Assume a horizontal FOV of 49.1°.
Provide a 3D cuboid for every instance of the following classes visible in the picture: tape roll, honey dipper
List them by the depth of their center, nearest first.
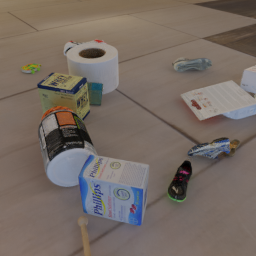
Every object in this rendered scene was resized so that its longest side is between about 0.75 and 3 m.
[{"bbox_3d":[-0.863,2.887,6.187,0.440,0.440,2.319,-8,36,-10],"label":"honey dipper"},{"bbox_3d":[-1.551,-2.680,12.642,2.268,1.557,2.268,0,37,0],"label":"tape roll"}]

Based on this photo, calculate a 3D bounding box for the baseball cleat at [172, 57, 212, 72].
[{"bbox_3d":[3.241,-3.358,14.286,1.956,0.682,1.041,-5,37,-8],"label":"baseball cleat"}]

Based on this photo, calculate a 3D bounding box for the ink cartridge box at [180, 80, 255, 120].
[{"bbox_3d":[3.632,-0.989,11.360,2.462,0.582,1.971,-16,39,-6],"label":"ink cartridge box"}]

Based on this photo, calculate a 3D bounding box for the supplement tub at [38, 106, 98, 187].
[{"bbox_3d":[-1.901,0.441,8.533,1.500,1.500,2.448,-12,38,-16],"label":"supplement tub"}]

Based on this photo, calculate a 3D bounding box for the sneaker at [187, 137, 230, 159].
[{"bbox_3d":[2.596,0.758,8.922,1.360,0.580,0.524,-17,5,13],"label":"sneaker"}]

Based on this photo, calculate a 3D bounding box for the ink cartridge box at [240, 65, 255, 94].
[{"bbox_3d":[6.004,-2.094,12.082,1.535,0.900,2.096,24,31,35],"label":"ink cartridge box"}]

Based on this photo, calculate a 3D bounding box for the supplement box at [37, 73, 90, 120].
[{"bbox_3d":[-2.372,-1.099,10.544,1.529,1.527,1.026,11,38,15],"label":"supplement box"}]

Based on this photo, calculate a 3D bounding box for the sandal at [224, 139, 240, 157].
[{"bbox_3d":[3.481,0.606,9.338,0.392,0.264,0.976,26,44,30],"label":"sandal"}]

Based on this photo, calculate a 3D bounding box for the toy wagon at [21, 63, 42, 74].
[{"bbox_3d":[-4.894,-3.096,14.322,0.838,0.214,1.080,21,42,25],"label":"toy wagon"}]

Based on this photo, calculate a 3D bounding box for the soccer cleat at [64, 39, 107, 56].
[{"bbox_3d":[-2.359,-4.360,15.571,2.540,0.872,1.082,4,47,10],"label":"soccer cleat"}]

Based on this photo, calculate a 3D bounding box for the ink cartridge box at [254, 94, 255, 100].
[{"bbox_3d":[5.839,-1.030,11.494,1.067,0.332,1.326,10,40,12],"label":"ink cartridge box"}]

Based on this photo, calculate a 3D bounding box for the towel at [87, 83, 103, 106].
[{"bbox_3d":[-1.718,-1.442,11.718,1.329,0.144,0.975,4,78,7],"label":"towel"}]

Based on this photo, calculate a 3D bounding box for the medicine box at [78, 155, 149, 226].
[{"bbox_3d":[-0.325,1.566,7.066,1.583,1.442,0.815,8,38,11],"label":"medicine box"}]

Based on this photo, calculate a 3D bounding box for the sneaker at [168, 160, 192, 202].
[{"bbox_3d":[1.481,1.457,7.907,0.562,0.613,1.464,12,38,15],"label":"sneaker"}]
